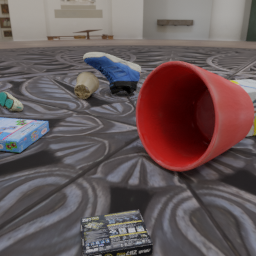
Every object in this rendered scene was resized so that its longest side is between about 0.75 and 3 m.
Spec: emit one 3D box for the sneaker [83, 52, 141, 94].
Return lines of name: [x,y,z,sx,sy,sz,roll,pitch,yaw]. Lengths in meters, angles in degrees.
sneaker: [-0.829,-2.546,13.642,2.938,1.634,1.128,13,-8,-23]

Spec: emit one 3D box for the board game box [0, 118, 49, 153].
board game box: [-4.019,0.151,9.013,2.308,0.422,1.745,5,23,13]

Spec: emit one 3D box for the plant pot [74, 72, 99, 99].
plant pot: [-2.078,-1.970,13.576,1.170,1.170,1.071,3,34,8]

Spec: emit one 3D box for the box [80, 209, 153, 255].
box: [-0.240,1.887,4.930,1.149,0.282,0.926,-5,24,-13]

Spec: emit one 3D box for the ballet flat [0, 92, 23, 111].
ballet flat: [-5.052,-1.079,12.087,0.587,0.635,1.882,18,9,-44]

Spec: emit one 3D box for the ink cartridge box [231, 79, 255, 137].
ink cartridge box: [3.742,-0.696,9.542,2.180,1.584,1.577,-8,23,-19]

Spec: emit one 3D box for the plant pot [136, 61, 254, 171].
plant pot: [1.970,-0.360,7.673,2.423,2.739,2.739,-5,20,-39]
